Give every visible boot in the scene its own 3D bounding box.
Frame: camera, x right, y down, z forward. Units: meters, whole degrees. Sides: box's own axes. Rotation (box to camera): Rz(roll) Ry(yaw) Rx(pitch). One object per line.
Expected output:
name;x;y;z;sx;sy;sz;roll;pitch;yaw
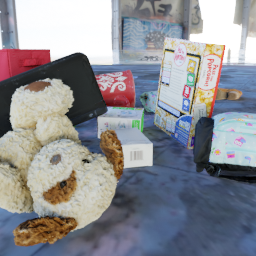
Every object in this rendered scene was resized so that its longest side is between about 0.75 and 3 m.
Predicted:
boot;4.769;-1.778;13.865;1.631;0.625;1.266;11;19;33

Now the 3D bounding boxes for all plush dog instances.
plush dog;-1.132;0.685;4.079;1.999;1.867;2.327;23;54;25

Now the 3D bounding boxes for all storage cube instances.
storage cube;-4.349;-1.664;10.207;2.676;2.406;2.288;5;17;19

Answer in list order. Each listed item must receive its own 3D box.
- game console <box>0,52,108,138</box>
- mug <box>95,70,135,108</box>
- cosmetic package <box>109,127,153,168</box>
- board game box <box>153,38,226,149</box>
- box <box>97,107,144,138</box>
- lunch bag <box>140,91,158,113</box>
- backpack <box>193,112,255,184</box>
game console;-1.835;-0.569;6.453;2.431;1.415;2.138;-22;10;-4
mug;-0.992;-1.337;10.610;2.371;1.582;2.105;-6;9;-9
cosmetic package;0.023;0.405;6.330;0.737;0.530;1.305;-3;15;-12
board game box;1.447;-0.970;7.228;0.576;2.486;1.883;-3;21;-22
box;-0.171;-0.146;8.075;1.188;0.651;1.347;4;17;6
lunch bag;1.283;-1.071;10.999;1.179;0.844;1.384;-14;26;-38
backpack;2.272;0.299;5.446;1.914;1.212;1.597;5;15;13
